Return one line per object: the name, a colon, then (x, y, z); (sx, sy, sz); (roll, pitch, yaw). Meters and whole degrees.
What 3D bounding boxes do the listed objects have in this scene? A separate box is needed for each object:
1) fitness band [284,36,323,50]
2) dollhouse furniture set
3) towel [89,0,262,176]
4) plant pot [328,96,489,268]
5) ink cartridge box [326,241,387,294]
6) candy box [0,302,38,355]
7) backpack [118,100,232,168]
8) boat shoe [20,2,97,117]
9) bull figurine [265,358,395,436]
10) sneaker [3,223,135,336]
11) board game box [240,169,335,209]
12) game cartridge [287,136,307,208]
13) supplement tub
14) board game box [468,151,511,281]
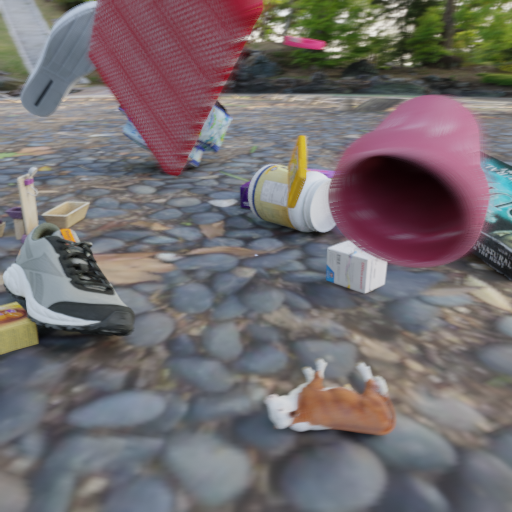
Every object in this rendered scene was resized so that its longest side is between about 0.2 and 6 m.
fitness band: (0.865, -3.897, 10.257); (0.585, 0.152, 0.815); (-7, 28, -33)
dollhouse furniture set: (-4.081, -1.131, 10.466); (1.451, 1.300, 1.831); (3, 20, 8)
towel: (-0.807, -1.882, 4.755); (0.254, 1.636, 2.263); (-29, -9, -31)
plant pot: (1.482, -0.782, 5.180); (1.361, 1.361, 1.218); (10, 51, 25)
ink cartridge box: (1.444, 0.152, 8.059); (0.514, 0.523, 0.710); (-18, 27, -41)
candy box: (-3.147, 0.898, 6.290); (1.149, 0.324, 0.670); (-13, 24, -37)
backpack: (-2.245, -3.750, 15.882); (2.621, 2.105, 2.865); (25, 10, 18)
boat shoe: (-3.281, -3.501, 9.722); (0.940, 2.610, 0.810); (32, 39, -36)
bull figurine: (0.660, 1.290, 5.007); (1.136, 0.370, 0.690); (8, 51, 4)
sneaker: (-2.276, 0.259, 6.739); (0.953, 1.023, 2.580); (17, 5, -46)
board game box: (1.965, -1.365, 12.256); (4.075, 0.658, 2.446); (8, 26, 21)
game cartridge: (0.352, -0.722, 4.882); (0.081, 0.440, 0.499); (9, 55, -7)
supplement tub: (0.746, -1.076, 10.543); (1.137, 1.137, 1.575); (-18, 27, -41)
board game box: (4.141, -0.879, 9.778); (2.406, 0.501, 3.557); (-13, 33, -19)
